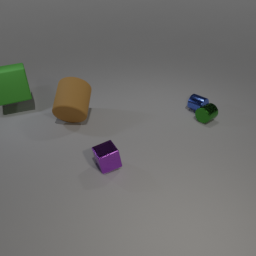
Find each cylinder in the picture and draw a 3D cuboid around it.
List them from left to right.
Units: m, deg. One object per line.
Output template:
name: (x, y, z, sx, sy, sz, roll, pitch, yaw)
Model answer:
cylinder: (-2.282, -1.135, 11.490, 1.400, 1.400, 1.400, 3, 64, 5)
cylinder: (3.151, -1.109, 12.591, 0.700, 0.700, 0.700, 29, 41, 35)
cylinder: (3.321, -0.629, 11.822, 0.700, 0.700, 0.700, -25, 39, -36)

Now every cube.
cube: (-5.140, -1.956, 12.319, 1.400, 1.400, 1.400, -15, 27, -17)
cube: (-0.684, 0.939, 9.091, 0.700, 0.700, 0.700, -22, 36, -15)
